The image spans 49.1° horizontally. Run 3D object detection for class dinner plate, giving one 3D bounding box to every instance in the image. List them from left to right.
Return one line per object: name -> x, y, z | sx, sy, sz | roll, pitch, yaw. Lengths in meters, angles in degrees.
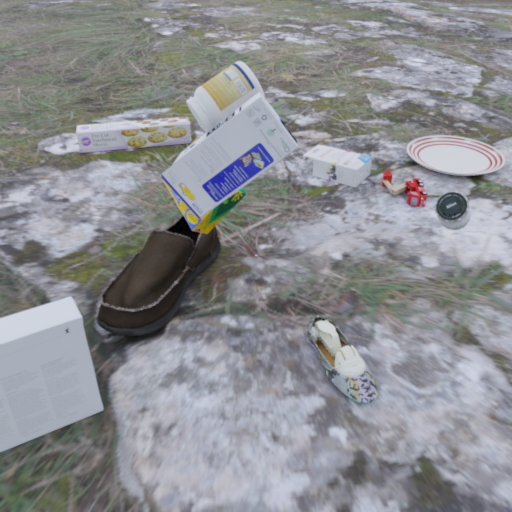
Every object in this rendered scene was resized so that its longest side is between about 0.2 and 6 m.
dinner plate -> 5.276, -2.627, 14.933 | 2.511, 0.304, 2.511 | 0, 35, 0

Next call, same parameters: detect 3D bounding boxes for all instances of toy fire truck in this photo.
toy fire truck -> 3.529, -1.609, 13.405 | 0.925, 0.320, 1.312 | 2, 35, 4

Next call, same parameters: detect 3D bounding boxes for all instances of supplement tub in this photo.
supplement tub -> -0.657, -3.319, 11.928 | 1.446, 1.044, 1.044 | -35, 40, -3

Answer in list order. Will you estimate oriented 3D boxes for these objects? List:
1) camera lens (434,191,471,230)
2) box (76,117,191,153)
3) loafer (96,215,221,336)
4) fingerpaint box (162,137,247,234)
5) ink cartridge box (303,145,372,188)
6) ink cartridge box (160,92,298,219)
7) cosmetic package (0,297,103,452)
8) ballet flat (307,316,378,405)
camera lens -> 2.966, -0.671, 8.433 | 0.484, 0.484, 0.605 | 20, -4, 27
box -> -3.415, -3.425, 15.817 | 3.140, 0.651, 0.608 | -7, 35, -11
loafer -> -1.749, 0.096, 10.077 | 1.241, 1.213, 3.400 | 12, 36, 17
fingerpaint box -> -0.856, -1.127, 9.033 | 0.435, 0.990, 1.187 | 9, 42, -56
ink cartridge box -> 2.042, -2.306, 14.249 | 1.533, 0.520, 0.883 | 21, 39, 28
ink cartridge box -> -0.331, -1.169, 6.670 | 1.533, 0.762, 0.301 | -33, 25, 15
cosmetic package -> -3.299, 1.689, 7.266 | 2.298, 1.732, 0.594 | -18, 38, -25
ballet flat -> 1.260, 1.505, 8.565 | 0.619, 0.619, 1.721 | -14, 37, -19
